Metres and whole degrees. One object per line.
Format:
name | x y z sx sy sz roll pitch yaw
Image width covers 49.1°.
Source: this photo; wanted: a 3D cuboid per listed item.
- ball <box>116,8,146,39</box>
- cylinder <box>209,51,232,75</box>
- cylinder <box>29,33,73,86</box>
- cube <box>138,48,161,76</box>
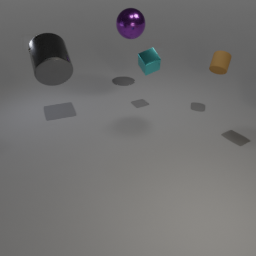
ball | 0.132 -4.934 13.264 1.400 1.400 1.400 0 30 0
cylinder | 3.660 -2.587 11.105 0.700 0.700 0.700 19 -9 3
cylinder | -2.881 -2.547 10.455 1.400 1.400 1.400 -11 59 -19
cube | 0.872 -2.733 11.549 0.700 0.700 0.700 -25 66 -9
